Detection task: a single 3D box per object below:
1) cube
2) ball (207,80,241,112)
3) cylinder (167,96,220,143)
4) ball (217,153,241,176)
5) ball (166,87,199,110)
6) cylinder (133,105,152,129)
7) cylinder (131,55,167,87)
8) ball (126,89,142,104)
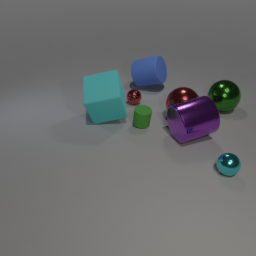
[{"bbox_3d":[-0.898,-1.211,11.094,1.400,1.400,1.400,-11,57,6],"label":"cube"},{"bbox_3d":[4.186,-1.398,12.240,1.400,1.400,1.400,0,29,0],"label":"ball"},{"bbox_3d":[2.318,-0.315,10.080,1.400,1.400,1.400,-17,33,-13],"label":"cylinder"},{"bbox_3d":[3.053,1.098,8.488,0.700,0.700,0.700,0,29,0],"label":"ball"},{"bbox_3d":[2.246,-0.977,11.453,1.400,1.400,1.400,0,29,0],"label":"ball"},{"bbox_3d":[0.563,-0.449,11.114,0.700,0.700,0.700,4,39,-4],"label":"cylinder"},{"bbox_3d":[1.091,-2.896,14.363,1.400,1.400,1.400,-3,24,32],"label":"cylinder"},{"bbox_3d":[0.280,-1.447,12.982,0.700,0.700,0.700,0,29,0],"label":"ball"}]
